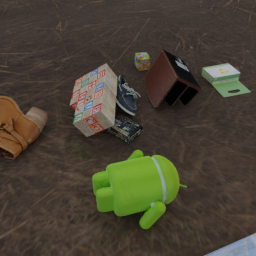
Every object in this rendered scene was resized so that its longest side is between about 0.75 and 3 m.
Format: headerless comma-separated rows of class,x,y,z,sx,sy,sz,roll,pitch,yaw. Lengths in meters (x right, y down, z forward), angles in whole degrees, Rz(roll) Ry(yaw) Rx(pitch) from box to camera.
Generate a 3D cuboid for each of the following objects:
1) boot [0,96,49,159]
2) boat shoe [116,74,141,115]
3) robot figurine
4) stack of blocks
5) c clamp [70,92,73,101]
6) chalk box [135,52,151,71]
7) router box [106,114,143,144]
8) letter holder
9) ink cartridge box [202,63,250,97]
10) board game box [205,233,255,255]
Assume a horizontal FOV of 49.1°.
boot,-4.282,-0.049,9.480,2.635,0.971,2.038,11,47,16
boat shoe,-0.074,-1.337,10.949,0.854,0.705,2.280,32,21,-32
robot figurine,0.287,1.486,7.382,2.353,1.361,2.064,-11,42,-12
stack of blocks,-1.253,-0.979,10.045,1.513,0.770,2.628,-23,41,23
c clamp,-1.770,-1.399,11.520,1.458,0.197,1.245,-27,61,-27
chalk box,0.660,-3.225,13.346,0.601,0.597,0.963,-9,42,-11
router box,-0.133,0.012,9.834,1.079,0.335,0.808,29,48,29
letter holder,1.679,-1.799,11.451,1.175,1.661,2.338,21,33,-26
ink cartridge box,4.283,-2.128,12.231,1.380,0.455,1.896,-12,41,-14
board game box,2.317,3.441,5.445,2.152,0.443,2.147,-21,46,-4
